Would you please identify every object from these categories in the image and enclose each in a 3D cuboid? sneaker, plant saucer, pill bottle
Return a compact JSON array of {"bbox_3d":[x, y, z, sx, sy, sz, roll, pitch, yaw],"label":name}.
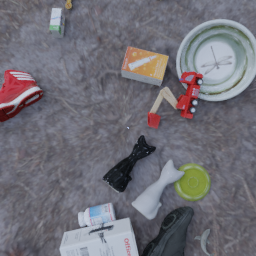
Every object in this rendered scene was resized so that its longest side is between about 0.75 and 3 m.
[{"bbox_3d":[-4.331,-1.161,9.917,2.347,0.920,1.356,-29,74,-17],"label":"sneaker"},{"bbox_3d":[3.066,-2.331,9.770,2.726,0.684,2.726,4,110,10],"label":"plant saucer"},{"bbox_3d":[2.236,1.870,9.673,1.308,0.203,1.308,0,81,-1],"label":"plant saucer"},{"bbox_3d":[1.477,3.675,9.147,1.104,0.924,2.433,36,90,-5],"label":"sneaker"},{"bbox_3d":[-1.027,2.915,9.291,1.159,0.630,0.630,-12,81,-1],"label":"pill bottle"}]

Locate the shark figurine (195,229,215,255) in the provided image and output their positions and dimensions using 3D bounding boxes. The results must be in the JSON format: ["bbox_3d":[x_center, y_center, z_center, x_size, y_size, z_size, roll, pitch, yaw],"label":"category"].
[{"bbox_3d":[2.574,3.900,9.270,0.568,0.396,0.950,-12,80,-1],"label":"shark figurine"}]

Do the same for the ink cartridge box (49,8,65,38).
[{"bbox_3d":[-2.601,-3.868,10.345,0.379,0.629,0.866,3,81,0],"label":"ink cartridge box"}]

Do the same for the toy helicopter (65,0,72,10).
[{"bbox_3d":[-2.278,-5.060,10.646,0.750,0.447,1.134,3,86,1],"label":"toy helicopter"}]

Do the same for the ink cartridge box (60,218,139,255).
[{"bbox_3d":[-0.796,3.939,8.757,2.219,0.929,1.601,-12,101,-1],"label":"ink cartridge box"}]

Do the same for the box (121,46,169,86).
[{"bbox_3d":[0.593,-2.200,10.033,1.488,0.725,0.926,14,82,3],"label":"box"}]

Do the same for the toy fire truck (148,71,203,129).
[{"bbox_3d":[1.608,-0.973,9.699,1.532,0.530,2.173,12,98,-6],"label":"toy fire truck"}]

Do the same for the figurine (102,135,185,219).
[{"bbox_3d":[0.587,1.606,9.427,2.114,0.910,2.063,40,79,5],"label":"figurine"}]
